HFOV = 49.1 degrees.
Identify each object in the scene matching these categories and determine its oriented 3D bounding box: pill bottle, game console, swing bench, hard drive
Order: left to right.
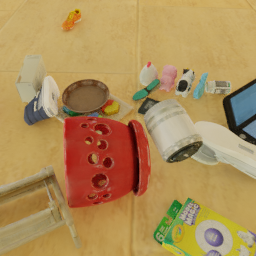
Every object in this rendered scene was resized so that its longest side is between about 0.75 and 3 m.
[{"bbox_3d":[-2.779,2.250,7.176,2.400,1.565,2.413,-21,50,-18],"label":"swing bench"},{"bbox_3d":[1.153,-0.715,10.976,1.287,0.212,0.898,20,49,19],"label":"hard drive"},{"bbox_3d":[3.765,-1.708,11.716,0.949,0.537,0.537,2,46,1],"label":"pill bottle"},{"bbox_3d":[4.708,-0.467,9.950,2.316,1.348,2.037,-29,52,-25],"label":"game console"}]

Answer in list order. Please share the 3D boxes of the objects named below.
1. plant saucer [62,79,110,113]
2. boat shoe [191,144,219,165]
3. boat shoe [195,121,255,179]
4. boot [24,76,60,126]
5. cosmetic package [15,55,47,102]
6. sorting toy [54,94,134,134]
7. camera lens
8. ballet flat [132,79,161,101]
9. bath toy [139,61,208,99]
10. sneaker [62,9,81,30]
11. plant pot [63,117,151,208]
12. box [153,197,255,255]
[{"bbox_3d":[-1.614,-1.191,10.807,1.843,0.317,1.843,-1,50,1],"label":"plant saucer"},{"bbox_3d":[2.223,0.505,9.295,1.972,0.702,0.688,31,51,11],"label":"boat shoe"},{"bbox_3d":[3.208,0.742,8.746,2.721,0.932,0.980,25,45,9],"label":"boat shoe"},{"bbox_3d":[-3.412,-1.141,10.958,1.164,0.937,2.576,-24,34,5],"label":"boot"},{"bbox_3d":[-4.027,-2.106,11.760,0.717,1.061,2.017,-2,44,0],"label":"cosmetic package"},{"bbox_3d":[-1.356,-0.735,10.831,2.289,0.451,2.473,32,54,27],"label":"sorting toy"},{"bbox_3d":[1.225,0.117,7.640,1.191,1.191,1.489,-19,65,-17],"label":"camera lens"},{"bbox_3d":[0.807,-1.470,11.525,1.391,0.443,0.469,-37,57,-3],"label":"ballet flat"},{"bbox_3d":[1.858,-2.155,11.803,2.820,1.042,1.226,16,44,16],"label":"bath toy"},{"bbox_3d":[-3.280,-6.208,15.949,0.710,0.750,1.945,12,49,10],"label":"sneaker"},{"bbox_3d":[-0.619,0.873,7.879,2.271,2.494,2.494,-4,46,-8],"label":"plant pot"},{"bbox_3d":[2.035,2.873,7.244,2.513,0.608,1.474,24,50,24],"label":"box"}]
